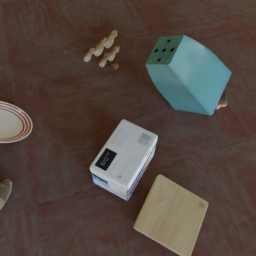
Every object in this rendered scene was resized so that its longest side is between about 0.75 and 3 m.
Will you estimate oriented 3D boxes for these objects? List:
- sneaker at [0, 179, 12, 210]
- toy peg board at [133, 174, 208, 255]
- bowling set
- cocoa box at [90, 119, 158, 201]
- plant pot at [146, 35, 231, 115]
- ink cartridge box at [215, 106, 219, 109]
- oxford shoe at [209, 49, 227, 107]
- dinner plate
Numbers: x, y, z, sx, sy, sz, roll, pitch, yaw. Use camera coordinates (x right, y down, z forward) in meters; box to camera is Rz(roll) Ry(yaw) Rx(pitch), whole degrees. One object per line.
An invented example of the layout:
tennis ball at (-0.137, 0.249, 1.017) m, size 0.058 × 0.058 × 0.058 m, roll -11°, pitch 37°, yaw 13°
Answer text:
sneaker at (-5.443, 2.052, 9.564) m, size 2.972 × 1.047 × 1.122 m, roll 12°, pitch 39°, yaw 4°
toy peg board at (1.306, 2.856, 9.069) m, size 1.888 × 0.927 × 1.896 m, roll 30°, pitch 62°, yaw 0°
bowling set at (-0.950, -3.418, 13.014) m, size 2.005 × 1.395 × 1.076 m, roll -16°, pitch 39°, yaw 41°
cocoa box at (-0.112, 1.108, 9.735) m, size 1.448 × 1.424 × 2.171 m, roll 25°, pitch 60°, yaw 15°
plant pot at (2.082, -2.054, 10.433) m, size 1.927 × 2.728 × 1.928 m, roll 16°, pitch 77°, yaw 50°
ink cartridge box at (3.663, -1.188, 11.984) m, size 0.780 × 0.170 × 0.677 m, roll 36°, pitch 49°, yaw 22°
oxford shoe at (3.621, -2.167, 11.984) m, size 1.022 × 1.041 × 2.871 m, roll -2°, pitch 55°, yaw -14°
dinner plate at (-4.959, -0.219, 10.723) m, size 2.484 × 0.301 × 2.484 m, roll 21°, pitch 31°, yaw -13°
